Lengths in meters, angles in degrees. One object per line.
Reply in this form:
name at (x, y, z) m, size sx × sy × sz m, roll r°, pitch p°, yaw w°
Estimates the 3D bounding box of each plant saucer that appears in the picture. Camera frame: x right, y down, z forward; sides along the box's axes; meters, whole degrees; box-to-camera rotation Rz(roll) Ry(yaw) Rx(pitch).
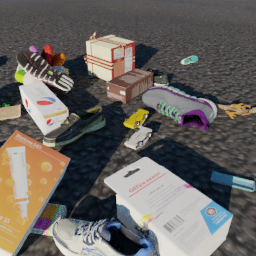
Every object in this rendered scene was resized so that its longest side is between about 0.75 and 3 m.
plant saucer at (2.909, 1.499, 7.812) m, size 1.144 × 0.109 × 0.400 m, roll 13°, pitch 35°, yaw 18°

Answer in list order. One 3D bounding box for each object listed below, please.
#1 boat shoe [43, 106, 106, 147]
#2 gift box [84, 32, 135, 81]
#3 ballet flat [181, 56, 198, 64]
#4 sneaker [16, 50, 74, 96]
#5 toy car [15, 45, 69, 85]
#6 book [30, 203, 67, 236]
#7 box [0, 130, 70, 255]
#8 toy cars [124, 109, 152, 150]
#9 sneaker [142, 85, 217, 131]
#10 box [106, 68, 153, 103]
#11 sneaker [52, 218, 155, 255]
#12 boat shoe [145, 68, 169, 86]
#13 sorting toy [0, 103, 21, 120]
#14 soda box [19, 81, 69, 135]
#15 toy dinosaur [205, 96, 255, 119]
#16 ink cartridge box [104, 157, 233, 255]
boat shoe at (-1.821, -0.131, 9.602) m, size 2.497 × 0.821 × 0.892 m, roll -25°, pitch 32°, yaw -38°
gift box at (-0.879, -3.704, 14.096) m, size 2.011 × 2.154 × 1.988 m, roll 25°, pitch 35°, yaw 35°
ballet flat at (3.472, -3.863, 15.940) m, size 1.123 × 0.403 × 0.403 m, roll -18°, pitch 37°, yaw -26°
sneaker at (-3.638, -2.125, 12.002) m, size 2.562 × 1.480 × 0.969 m, roll 34°, pitch 61°, yaw -7°
toy car at (-4.031, -2.904, 13.036) m, size 2.475 × 1.856 × 2.166 m, roll -16°, pitch 37°, yaw -24°
book at (-2.120, 2.144, 6.681) m, size 1.112 × 0.267 × 0.743 m, roll 6°, pitch 37°, yaw 9°
box at (-2.480, 1.437, 6.054) m, size 1.429 × 1.120 × 2.298 m, roll 29°, pitch 49°, yaw -5°
toy cars at (0.350, 0.089, 9.707) m, size 0.941 × 0.465 × 2.099 m, roll -10°, pitch 36°, yaw 5°
sneaker at (1.753, -0.749, 10.460) m, size 2.948 × 1.097 × 1.290 m, roll 15°, pitch 41°, yaw 21°
box at (0.124, -1.936, 12.540) m, size 1.071 × 0.802 × 2.139 m, roll 23°, pitch 38°, yaw 31°
sneaker at (-0.509, 2.246, 5.788) m, size 2.420 × 1.031 × 0.933 m, roll 12°, pitch 34°, yaw 19°
boat shoe at (1.034, -2.544, 13.572) m, size 2.006 × 0.665 × 0.750 m, roll 22°, pitch 39°, yaw 30°
sorting toy at (-4.724, -0.685, 11.129) m, size 0.921 × 0.183 × 1.246 m, roll -14°, pitch 38°, yaw -12°
soda box at (-3.210, -0.813, 10.662) m, size 0.967 × 0.904 × 2.840 m, roll -19°, pitch 38°, yaw -27°
toy dinosaur at (4.051, -0.742, 11.019) m, size 2.134 × 0.645 × 1.133 m, roll 14°, pitch 11°, yaw 11°
ink cartridge box at (0.785, 1.876, 6.477) m, size 1.516 × 0.893 × 2.632 m, roll -24°, pitch 40°, yaw -33°
